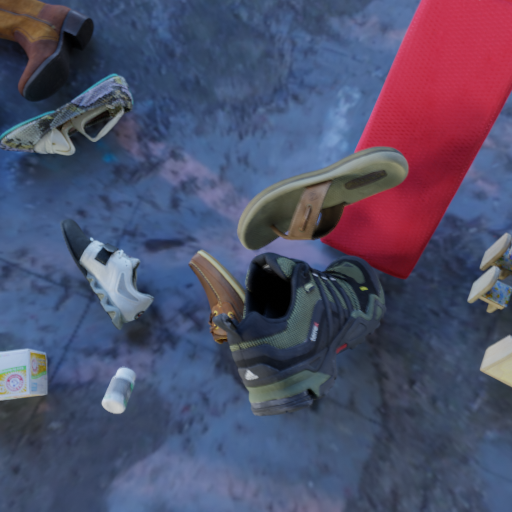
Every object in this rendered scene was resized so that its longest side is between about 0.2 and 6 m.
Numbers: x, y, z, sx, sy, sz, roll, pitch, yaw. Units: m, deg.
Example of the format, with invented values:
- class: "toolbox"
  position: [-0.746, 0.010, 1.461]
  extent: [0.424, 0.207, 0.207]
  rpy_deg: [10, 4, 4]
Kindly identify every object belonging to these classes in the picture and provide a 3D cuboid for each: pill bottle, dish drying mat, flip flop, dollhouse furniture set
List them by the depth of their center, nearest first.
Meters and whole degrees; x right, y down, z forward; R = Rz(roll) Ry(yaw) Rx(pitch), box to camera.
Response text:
- class: "pill bottle"
  position: [-1.707, 1.682, 7.026]
  extent: [0.289, 0.289, 0.511]
  rpy_deg: [11, 42, 3]
- class: "flip flop"
  position: [0.925, -0.673, 8.034]
  extent: [2.671, 1.083, 0.769]
  rpy_deg: [-21, 62, 17]
- class: "dollhouse furniture set"
  position: [4.347, 0.794, 8.312]
  extent: [1.891, 1.433, 2.158]
  rpy_deg: [27, 64, 6]
- class: "dish drying mat"
  position: [2.460, -1.747, 8.368]
  extent: [1.654, 0.392, 4.306]
  rpy_deg: [28, 117, 14]

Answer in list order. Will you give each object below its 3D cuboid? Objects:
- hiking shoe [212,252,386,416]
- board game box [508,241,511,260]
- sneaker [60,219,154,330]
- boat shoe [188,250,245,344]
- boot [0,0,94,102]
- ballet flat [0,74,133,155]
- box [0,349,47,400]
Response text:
- class: "hiking shoe"
  position: [0.743, 0.559, 7.743]
  extent: [1.307, 3.450, 1.737]
  rpy_deg: [-16, 107, 34]
- class: "board game box"
  position: [4.549, -0.336, 8.757]
  extent: [0.898, 0.545, 1.126]
  rpy_deg: [18, 43, 18]
- class: "sneaker"
  position: [-2.391, 0.135, 9.100]
  extent: [0.883, 0.739, 1.994]
  rpy_deg: [-34, 87, -8]
- class: "boat shoe"
  position: [-0.371, 1.005, 8.764]
  extent: [0.824, 0.878, 2.440]
  rpy_deg: [-35, 81, -10]
- class: "boot"
  position: [-4.383, -3.936, 10.117]
  extent: [2.187, 0.749, 2.059]
  rpy_deg: [22, 77, 6]
- class: "ballet flat"
  position: [-3.189, -2.234, 9.659]
  extent: [2.422, 0.871, 0.871]
  rpy_deg: [-31, 78, -7]
- class: "box"
  position: [-3.999, 1.871, 8.605]
  extent: [1.337, 0.752, 0.678]
  rpy_deg: [-6, 76, -3]
